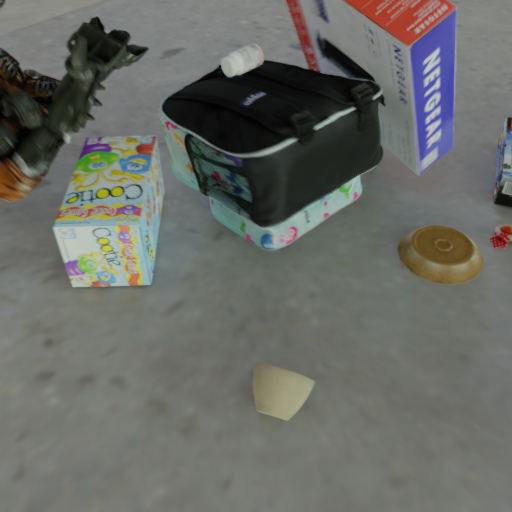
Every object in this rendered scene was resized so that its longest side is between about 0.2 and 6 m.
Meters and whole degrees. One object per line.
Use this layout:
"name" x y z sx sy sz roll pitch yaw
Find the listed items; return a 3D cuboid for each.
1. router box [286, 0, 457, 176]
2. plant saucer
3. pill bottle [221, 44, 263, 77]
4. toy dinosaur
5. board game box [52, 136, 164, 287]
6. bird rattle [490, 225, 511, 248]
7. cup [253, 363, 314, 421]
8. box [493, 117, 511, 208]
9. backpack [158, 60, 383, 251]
"router box" 1.902 -3.412 9.493 0.866 3.545 3.182 -40 62 0
"plant saucer" 3.069 -0.100 9.273 1.388 0.246 1.388 0 43 0
"pill bottle" -0.225 -3.079 8.849 0.626 0.355 0.355 -33 52 -27
"toy dinosaur" -3.803 -2.121 8.813 2.927 3.889 5.731 15 28 -40
"board game box" -2.311 -0.798 9.248 1.264 1.287 2.454 -2 42 -1
"bird rattle" 4.312 -0.344 9.575 0.667 0.376 0.544 -12 31 6
"cup" 0.274 1.728 7.016 0.785 0.785 0.562 14 74 15
"box" 6.324 -1.502 10.449 3.437 0.685 2.353 14 45 15
"backpack" 0.117 -1.928 9.490 3.034 2.573 3.417 -34 49 -28
